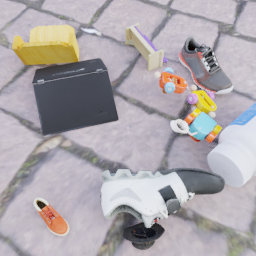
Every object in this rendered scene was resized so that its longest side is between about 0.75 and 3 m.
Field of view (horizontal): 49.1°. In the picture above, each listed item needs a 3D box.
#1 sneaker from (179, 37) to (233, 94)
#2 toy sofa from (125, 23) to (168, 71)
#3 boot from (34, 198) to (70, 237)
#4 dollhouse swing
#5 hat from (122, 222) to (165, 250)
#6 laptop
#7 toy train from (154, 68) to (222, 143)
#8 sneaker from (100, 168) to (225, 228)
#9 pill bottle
[{"bbox_3d":[2.488,-2.083,9.091,0.931,0.990,2.417,-26,58,-19],"label":"sneaker"},{"bbox_3d":[0.665,-2.897,9.834,0.860,0.730,1.762,-24,59,-14],"label":"toy sofa"},{"bbox_3d":[-1.816,2.075,6.552,1.088,0.583,0.408,37,62,20],"label":"boot"},{"bbox_3d":[-2.713,-3.144,9.537,1.898,1.725,1.669,-3,78,-2],"label":"dollhouse swing"},{"bbox_3d":[0.369,2.491,6.308,0.981,0.981,0.396,-6,95,-4],"label":"hat"},{"bbox_3d":[-1.720,-1.135,9.009,2.290,1.417,2.446,-12,28,-8],"label":"laptop"},{"bbox_3d":[1.604,-0.555,7.988,1.947,0.721,2.592,13,47,-16],"label":"toy train"},{"bbox_3d":[0.801,1.685,6.571,2.944,1.091,1.303,-4,56,8],"label":"sneaker"},{"bbox_3d":[3.298,0.298,7.228,2.603,1.461,1.461,-35,63,-21],"label":"pill bottle"}]
